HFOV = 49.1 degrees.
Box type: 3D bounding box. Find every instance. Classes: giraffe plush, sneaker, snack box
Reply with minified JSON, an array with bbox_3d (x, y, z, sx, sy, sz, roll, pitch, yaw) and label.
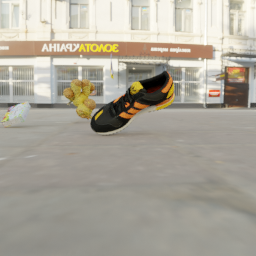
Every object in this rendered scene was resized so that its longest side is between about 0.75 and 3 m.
[{"bbox_3d":[-1.750,-0.979,10.833,1.295,1.217,1.501,-6,-38,-42],"label":"giraffe plush"},{"bbox_3d":[0.052,-0.627,6.176,2.091,0.731,0.941,-25,-31,-6],"label":"sneaker"},{"bbox_3d":[-3.512,-0.438,8.833,0.671,0.250,0.944,-16,33,4],"label":"snack box"}]
